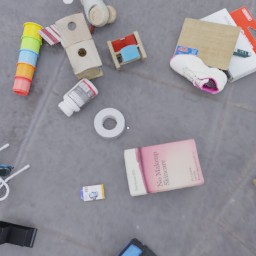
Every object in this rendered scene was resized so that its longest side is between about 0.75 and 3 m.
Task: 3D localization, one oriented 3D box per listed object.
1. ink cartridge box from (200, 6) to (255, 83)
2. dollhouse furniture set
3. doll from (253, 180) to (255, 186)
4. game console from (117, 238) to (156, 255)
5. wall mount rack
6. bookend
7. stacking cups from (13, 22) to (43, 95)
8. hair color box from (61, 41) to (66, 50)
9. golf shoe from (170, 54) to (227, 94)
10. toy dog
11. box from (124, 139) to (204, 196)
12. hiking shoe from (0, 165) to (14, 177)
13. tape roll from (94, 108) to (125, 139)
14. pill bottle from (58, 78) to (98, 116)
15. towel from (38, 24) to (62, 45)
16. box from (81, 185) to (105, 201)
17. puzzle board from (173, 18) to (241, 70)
[{"bbox_3d":[4.697,-3.717,11.803,2.555,0.641,2.943,-26,77,-5],"label":"ink cartridge box"},{"bbox_3d":[-0.911,-3.292,10.744,2.887,2.035,2.023,-21,91,-4],"label":"dollhouse furniture set"},{"bbox_3d":[5.778,1.899,10.487,1.990,0.482,1.358,-17,75,-4],"label":"doll"},{"bbox_3d":[0.131,5.005,9.332,1.794,1.243,2.102,43,81,10],"label":"game console"},{"bbox_3d":[-4.880,1.623,10.455,2.104,0.785,1.828,42,83,9],"label":"wall mount rack"},{"bbox_3d":[-4.090,3.692,9.540,1.479,1.470,0.681,12,76,2],"label":"bookend"},{"bbox_3d":[-4.053,-2.800,11.488,0.881,0.881,2.913,4,78,1],"label":"stacking cups"},{"bbox_3d":[-2.286,-3.683,11.872,1.019,0.309,0.510,-34,103,-9],"label":"hair color box"},{"bbox_3d":[2.737,-2.149,11.113,2.412,0.908,1.104,25,43,7],"label":"golf shoe"},{"bbox_3d":[-1.803,-5.188,11.845,1.373,1.880,2.850,-40,71,30],"label":"toy dog"},{"bbox_3d":[1.211,1.461,10.126,2.520,1.373,1.611,-9,76,-2],"label":"box"},{"bbox_3d":[-4.193,1.360,8.923,0.984,0.427,0.366,5,102,-1],"label":"hiking shoe"},{"bbox_3d":[-0.723,-0.167,11.044,1.195,0.395,1.195,0,76,1],"label":"tape roll"},{"bbox_3d":[-1.992,-1.188,11.062,0.837,0.837,1.511,44,80,10],"label":"pill bottle"},{"bbox_3d":[-3.086,-3.938,11.777,0.849,0.134,1.178,43,48,3],"label":"towel"},{"bbox_3d":[-1.333,2.437,10.519,0.868,0.180,0.517,-7,76,1],"label":"box"},{"bbox_3d":[3.185,-3.452,11.454,2.305,0.201,1.737,19,96,22],"label":"puzzle board"}]
